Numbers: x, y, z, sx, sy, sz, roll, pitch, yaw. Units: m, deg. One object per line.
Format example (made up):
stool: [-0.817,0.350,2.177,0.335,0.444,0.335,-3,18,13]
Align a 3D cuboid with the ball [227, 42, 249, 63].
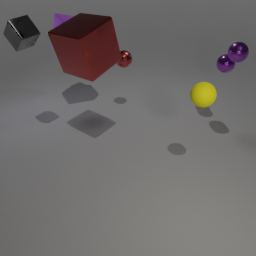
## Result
ball: [3.829,-2.634,9.742,0.700,0.700,0.700,0,32,0]

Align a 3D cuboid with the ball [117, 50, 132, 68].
ball: [-0.172,-2.852,11.586,0.700,0.700,0.700,0,32,0]

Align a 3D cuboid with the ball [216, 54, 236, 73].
ball: [3.757,-2.473,10.755,0.700,0.700,0.700,0,32,0]

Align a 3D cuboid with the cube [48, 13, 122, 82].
cube: [-1.261,-2.472,8.476,1.400,1.400,1.400,22,53,35]

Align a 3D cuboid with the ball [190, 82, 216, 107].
ball: [2.071,-0.916,7.712,0.700,0.700,0.700,0,32,0]

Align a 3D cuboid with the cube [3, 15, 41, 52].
cube: [-3.270,-2.914,8.630,0.700,0.700,0.700,-39,5,-40]

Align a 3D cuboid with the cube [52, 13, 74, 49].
cube: [-2.218,-3.731,11.504,1.400,1.400,1.400,-4,35,-30]
